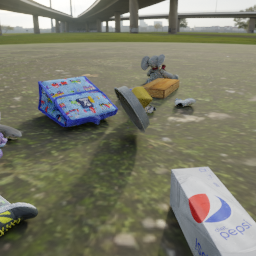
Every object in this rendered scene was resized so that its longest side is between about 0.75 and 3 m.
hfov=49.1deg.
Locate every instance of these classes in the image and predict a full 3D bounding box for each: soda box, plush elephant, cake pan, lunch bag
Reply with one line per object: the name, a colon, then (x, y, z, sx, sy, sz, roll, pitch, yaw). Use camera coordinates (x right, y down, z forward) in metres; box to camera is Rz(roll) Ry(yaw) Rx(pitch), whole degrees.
soda box: (1.451, 1.652, 4.704, 0.822, 0.884, 2.590, -3, 22, -8)
plush elephant: (1.821, -3.691, 17.144, 1.876, 1.764, 2.278, 17, 27, 37)
cake pan: (0.156, -0.637, 9.062, 0.320, 1.746, 1.746, -34, 28, -6)
lunch bag: (-1.959, -0.844, 11.015, 2.153, 1.345, 2.859, -15, 38, -36)

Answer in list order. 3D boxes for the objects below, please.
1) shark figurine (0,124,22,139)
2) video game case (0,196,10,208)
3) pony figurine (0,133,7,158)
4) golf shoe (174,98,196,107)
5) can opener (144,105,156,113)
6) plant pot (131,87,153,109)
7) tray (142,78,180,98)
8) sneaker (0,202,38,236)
shark figurine: (-4.578, 0.028, 8.982, 2.037, 0.850, 1.217, -8, 21, -26)
video game case: (-3.007, 1.704, 5.602, 1.018, 0.131, 1.120, 18, 27, 37)
pony figurine: (-4.446, 0.068, 7.381, 2.737, 2.279, 2.642, 32, 56, 30)
golf shoe: (2.576, -1.085, 12.578, 0.969, 0.380, 0.471, -3, 38, 9)
can opener: (0.635, -0.873, 12.072, 1.223, 0.322, 0.406, 19, -7, 37)
plant pot: (0.336, -1.169, 11.275, 0.801, 0.783, 0.778, -3, 51, -53)
tray: (1.787, -2.223, 15.182, 1.309, 0.492, 2.654, 10, 24, 24)
sneaker: (-2.307, 1.759, 5.194, 1.239, 0.461, 0.524, -3, 47, -24)
